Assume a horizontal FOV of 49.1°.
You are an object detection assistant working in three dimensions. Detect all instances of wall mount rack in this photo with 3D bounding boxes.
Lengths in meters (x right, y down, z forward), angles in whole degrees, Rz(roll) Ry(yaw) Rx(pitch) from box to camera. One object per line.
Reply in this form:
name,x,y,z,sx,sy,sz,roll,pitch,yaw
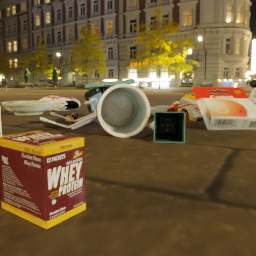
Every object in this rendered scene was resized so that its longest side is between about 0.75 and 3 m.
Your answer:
wall mount rack,-2.119,-0.486,10.862,2.063,0.885,2.375,-21,9,5

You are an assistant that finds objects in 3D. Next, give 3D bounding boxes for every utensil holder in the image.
utensil holder,-0.258,-0.632,9.440,1.640,1.640,1.929,-1,7,-9

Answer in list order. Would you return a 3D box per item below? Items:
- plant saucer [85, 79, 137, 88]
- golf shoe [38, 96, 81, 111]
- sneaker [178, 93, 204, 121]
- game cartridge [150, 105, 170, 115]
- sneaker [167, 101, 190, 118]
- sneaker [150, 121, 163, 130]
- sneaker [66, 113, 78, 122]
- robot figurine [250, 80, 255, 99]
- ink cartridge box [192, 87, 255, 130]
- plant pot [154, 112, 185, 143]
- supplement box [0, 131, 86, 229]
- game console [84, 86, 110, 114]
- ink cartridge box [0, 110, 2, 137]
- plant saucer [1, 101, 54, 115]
plant saucer,-0.544,-1.420,8.960,1.617,0.153,0.565,-3,7,10
golf shoe,-4.143,-1.483,16.842,2.543,0.923,1.171,-3,10,-19
sneaker,3.254,-0.643,12.083,2.498,1.026,0.972,28,1,41
game cartridge,2.065,-0.954,15.233,1.485,0.463,2.231,10,13,28
sneaker,2.860,-0.699,13.120,2.260,0.870,0.960,4,29,39
sneaker,1.013,-0.059,9.825,0.562,0.441,1.132,-4,-1,16
sneaker,-2.334,-0.415,12.252,0.448,0.349,0.997,16,13,11
robot figurine,6.940,-1.355,13.119,2.199,1.826,2.927,8,12,44
ink cartridge box,3.947,-1.059,10.905,2.339,0.723,2.884,0,42,-2
plant pot,1.216,-0.058,8.364,0.863,0.863,1.221,1,4,6
supplement box,-1.124,0.599,3.666,0.970,0.984,0.653,7,11,36
game console,-1.103,-1.158,13.001,1.386,1.608,0.955,-34,58,-20
ink cartridge box,-4.026,-0.110,8.125,0.244,0.973,1.121,0,9,-1
plant saucer,-5.371,-1.086,15.138,2.698,0.677,2.698,0,10,0
